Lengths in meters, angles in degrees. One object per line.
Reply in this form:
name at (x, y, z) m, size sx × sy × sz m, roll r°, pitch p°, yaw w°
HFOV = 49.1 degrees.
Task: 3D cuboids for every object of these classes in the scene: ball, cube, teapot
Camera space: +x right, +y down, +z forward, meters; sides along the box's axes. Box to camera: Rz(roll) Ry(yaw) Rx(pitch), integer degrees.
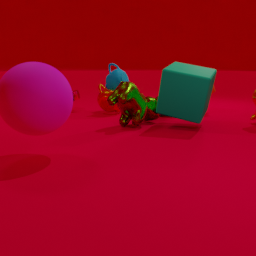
ball at (-1.722, -0.538, 5.237) m, size 1.365 × 1.365 × 1.365 m, roll 0°, pitch 13°, yaw 0°
cube at (1.678, -1.055, 8.029) m, size 1.292 × 1.292 × 1.292 m, roll 16°, pitch 27°, yaw 18°
teapot at (-0.452, -1.658, 10.950) m, size 0.876 × 1.790 × 1.113 m, roll -10°, pitch 3°, yaw 20°
teapot at (-0.618, -1.028, 10.319) m, size 0.900 × 1.447 × 0.708 m, roll -24°, pitch 28°, yaw 36°

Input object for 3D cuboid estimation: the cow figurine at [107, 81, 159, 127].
cow figurine at (0.290, -0.791, 8.438) m, size 0.958 × 1.746 × 1.718 m, roll -5°, pitch 39°, yaw 39°

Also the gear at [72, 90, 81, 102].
gear at (-2.809, -1.076, 11.035) m, size 1.835 × 0.339 × 1.835 m, roll -15°, pitch 13°, yaw 4°

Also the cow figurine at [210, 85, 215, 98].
cow figurine at (2.463, -1.630, 10.462) m, size 1.625 × 0.892 × 1.599 m, roll 17°, pitch -8°, yaw 16°

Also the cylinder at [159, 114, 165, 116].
cylinder at (1.392, -0.787, 9.993) m, size 0.702 × 0.702 × 0.702 m, roll -2°, pitch 13°, yaw -9°

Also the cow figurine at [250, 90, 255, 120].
cow figurine at (4.006, -0.654, 8.302) m, size 0.683 × 1.244 × 1.224 m, roll -42°, pitch 15°, yaw -6°
